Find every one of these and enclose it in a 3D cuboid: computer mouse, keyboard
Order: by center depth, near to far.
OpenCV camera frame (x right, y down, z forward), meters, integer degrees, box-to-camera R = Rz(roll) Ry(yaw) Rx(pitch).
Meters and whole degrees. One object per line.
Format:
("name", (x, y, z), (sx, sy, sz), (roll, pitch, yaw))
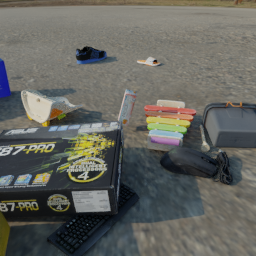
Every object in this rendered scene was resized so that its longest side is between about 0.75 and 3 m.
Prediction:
("keyboard", (-0.716, 1.502, 5.190), (1.162, 0.188, 1.828), (18, 33, 32))
("computer mouse", (1.539, 0.720, 6.383), (1.596, 0.421, 1.105), (6, 30, 11))

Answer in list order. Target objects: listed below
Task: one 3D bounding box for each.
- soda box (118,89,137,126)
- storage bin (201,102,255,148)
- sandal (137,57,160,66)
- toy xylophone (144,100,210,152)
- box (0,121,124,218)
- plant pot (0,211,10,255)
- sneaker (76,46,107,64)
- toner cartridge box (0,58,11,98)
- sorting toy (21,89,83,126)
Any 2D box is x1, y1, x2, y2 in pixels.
("soda box", (-0.028, -0.551, 7.708), (0.312, 0.981, 0.335), (14, 33, -5))
("storage bin", (2.783, -0.071, 7.334), (1.450, 1.055, 0.974), (1, 40, 1))
("sandal", (1.019, -3.386, 14.066), (1.257, 0.360, 0.482), (16, 32, 27))
("toy xylophone", (1.292, -0.040, 7.605), (1.717, 0.589, 2.345), (2, 29, 2))
("box", (-1.593, 0.764, 5.780), (2.948, 0.724, 2.376), (-4, 27, 5))
("plant pot", (-2.610, 1.584, 3.908), (1.422, 1.255, 1.422), (-6, 30, -11))
("sneaker", (-1.865, -3.910, 14.589), (0.706, 0.784, 2.013), (20, 35, 34))
("toner cartridge box", (-5.604, -1.489, 9.529), (2.809, 1.334, 0.606), (-19, 33, -32))
("sorting toy", (-2.231, -0.681, 8.699), (1.598, 0.854, 1.438), (22, 28, 37))
